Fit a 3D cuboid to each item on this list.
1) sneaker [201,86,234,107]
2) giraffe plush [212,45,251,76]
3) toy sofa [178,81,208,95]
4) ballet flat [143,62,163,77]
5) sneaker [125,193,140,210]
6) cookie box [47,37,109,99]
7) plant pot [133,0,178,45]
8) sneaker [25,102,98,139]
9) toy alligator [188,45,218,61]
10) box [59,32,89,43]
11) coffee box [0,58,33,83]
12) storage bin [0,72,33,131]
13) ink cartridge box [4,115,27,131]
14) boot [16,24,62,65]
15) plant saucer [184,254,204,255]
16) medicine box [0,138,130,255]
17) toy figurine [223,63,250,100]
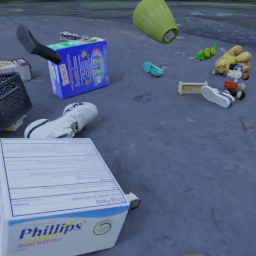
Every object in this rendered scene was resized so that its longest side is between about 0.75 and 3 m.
[{"bbox_3d":[3.797,-1.381,11.868,0.586,0.578,1.475,-26,50,-29],"label":"sneaker"},{"bbox_3d":[5.248,-3.363,14.637,1.789,1.544,1.451,33,64,28],"label":"giraffe plush"},{"bbox_3d":[2.935,-1.844,12.695,1.251,0.518,0.611,1,32,1],"label":"toy sofa"},{"bbox_3d":[1.364,-3.088,14.929,0.557,0.533,1.582,11,22,-32],"label":"ballet flat"},{"bbox_3d":[-0.194,1.823,6.720,0.962,0.358,0.419,-7,23,-28],"label":"sneaker"},{"bbox_3d":[-2.183,-2.756,12.601,2.561,2.191,0.963,-23,34,-34],"label":"cookie box"},{"bbox_3d":[0.939,-3.123,8.457,1.157,1.157,1.237,-17,59,-26],"label":"plant pot"},{"bbox_3d":[-1.854,0.065,9.062,2.604,0.978,1.496,-26,40,-29],"label":"sneaker"},{"bbox_3d":[2.932,-2.774,10.847,1.432,0.389,0.425,-29,29,-17],"label":"toy alligator"},{"bbox_3d":[-2.715,-3.802,14.484,1.624,2.060,0.513,19,36,29],"label":"box"},{"bbox_3d":[-6.038,-2.771,13.914,2.177,0.869,1.230,-19,36,-29],"label":"coffee box"},{"bbox_3d":[-5.089,-0.867,9.642,2.904,1.361,1.963,0,31,22],"label":"storage bin"},{"bbox_3d":[-4.255,-0.216,10.076,1.097,0.366,0.636,5,31,9],"label":"ink cartridge box"},{"bbox_3d":[-2.361,-2.215,7.521,1.119,0.367,0.923,3,57,-63],"label":"boot"},{"bbox_3d":[1.305,2.836,5.095,1.276,0.188,1.276,-1,31,0],"label":"plant saucer"},{"bbox_3d":[-1.562,1.339,5.913,2.235,1.263,2.453,2,30,-31],"label":"medicine box"},{"bbox_3d":[4.767,-2.052,12.236,0.960,1.359,1.381,15,34,15],"label":"toy figurine"}]
